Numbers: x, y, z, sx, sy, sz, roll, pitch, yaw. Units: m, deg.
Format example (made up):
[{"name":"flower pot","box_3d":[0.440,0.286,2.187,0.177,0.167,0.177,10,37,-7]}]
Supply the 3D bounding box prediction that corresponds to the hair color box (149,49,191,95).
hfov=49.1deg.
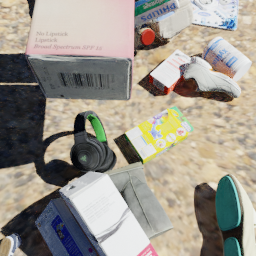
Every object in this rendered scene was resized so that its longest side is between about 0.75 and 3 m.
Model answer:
[{"name":"hair color box","box_3d":[1.524,-1.928,9.610,0.836,0.482,1.508,40,70,18]}]

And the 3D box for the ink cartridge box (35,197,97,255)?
[{"name":"ink cartridge box","box_3d":[-1.437,2.860,6.791,0.403,1.030,2.175,-3,48,-52]}]

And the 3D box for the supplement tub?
[{"name":"supplement tub","box_3d":[3.332,-2.328,9.555,0.952,0.952,1.443,-34,66,-16]}]

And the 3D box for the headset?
[{"name":"headset","box_3d":[-1.076,0.844,7.627,1.233,1.621,2.625,-14,73,14]}]

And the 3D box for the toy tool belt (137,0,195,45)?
[{"name":"toy tool belt","box_3d":[1.123,-3.913,10.287,2.404,1.501,1.477,-33,43,-11]}]

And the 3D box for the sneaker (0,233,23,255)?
[{"name":"sneaker","box_3d":[-3.013,3.142,7.040,0.365,0.565,1.042,23,95,8]}]

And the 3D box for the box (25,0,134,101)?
[{"name":"box","box_3d":[-0.795,-2.193,5.810,1.860,1.585,2.909,1,68,-1]}]

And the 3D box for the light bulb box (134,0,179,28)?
[{"name":"light bulb box","box_3d":[-0.099,-3.928,7.334,2.224,2.244,1.400,-17,53,23]}]

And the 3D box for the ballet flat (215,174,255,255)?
[{"name":"ballet flat","box_3d":[2.833,2.671,7.029,1.035,1.035,2.979,5,64,3]}]

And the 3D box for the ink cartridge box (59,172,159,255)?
[{"name":"ink cartridge box","box_3d":[-0.482,2.148,6.296,0.945,1.647,2.268,-33,96,-22]}]

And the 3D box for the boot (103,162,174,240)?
[{"name":"boot","box_3d":[0.008,2.057,7.461,1.831,0.731,2.014,-18,70,-7]}]

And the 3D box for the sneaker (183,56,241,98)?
[{"name":"sneaker","box_3d":[2.722,-1.446,9.262,2.015,0.763,0.927,34,92,2]}]

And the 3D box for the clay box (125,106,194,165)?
[{"name":"clay box","box_3d":[0.959,0.181,8.508,1.864,0.444,1.071,-28,66,-14]}]

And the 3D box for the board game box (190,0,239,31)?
[{"name":"board game box","box_3d":[3.202,-5.206,11.420,2.635,0.341,2.636,12,63,7]}]
